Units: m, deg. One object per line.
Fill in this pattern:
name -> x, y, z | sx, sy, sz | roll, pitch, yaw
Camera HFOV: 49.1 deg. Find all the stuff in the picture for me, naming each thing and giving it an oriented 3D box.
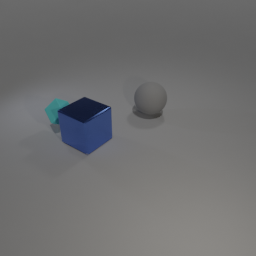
ball -> 0.964, -1.272, 11.930 | 1.400, 1.400, 1.400 | 0, 33, 0
cube -> -2.618, -0.612, 10.750 | 0.700, 0.700, 0.700 | 58, 21, 22
cube -> -1.560, -0.124, 10.413 | 1.400, 1.400, 1.400 | 23, 39, 31
